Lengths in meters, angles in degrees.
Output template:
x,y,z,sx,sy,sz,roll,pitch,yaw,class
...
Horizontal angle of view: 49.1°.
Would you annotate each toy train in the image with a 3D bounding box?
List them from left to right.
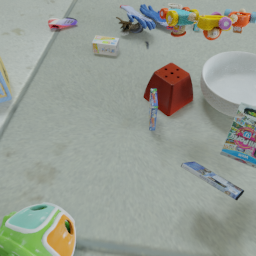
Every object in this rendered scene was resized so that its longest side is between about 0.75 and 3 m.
x,y,z,sx,sy,sz,roll,pitch,yaw,class
1.869,-2.513,6.710,2.197,0.611,1.650,15,34,19,toy train

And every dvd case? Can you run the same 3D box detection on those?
x,y,z,sx,sy,sz,roll,pitch,yaw,class
1.776,1.062,5.846,1.240,0.885,0.109,30,100,27,dvd case

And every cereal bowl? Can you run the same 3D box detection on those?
x,y,z,sx,sy,sz,roll,pitch,yaw,class
3.656,-1.283,9.164,2.703,1.126,2.703,0,50,-1,cereal bowl

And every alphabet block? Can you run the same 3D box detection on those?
x,y,z,sx,sy,sz,roll,pitch,yaw,class
-4.819,-1.710,9.353,1.394,1.402,1.427,-17,51,-16,alphabet block

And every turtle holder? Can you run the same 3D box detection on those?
x,y,z,sx,sy,sz,roll,pitch,yaw,class
-1.974,2.417,5.946,1.545,2.033,1.444,42,53,-12,turtle holder

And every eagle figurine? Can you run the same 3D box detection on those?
x,y,z,sx,sy,sz,roll,pitch,yaw,class
0.097,-4.491,12.250,0.851,1.128,0.856,-23,86,25,eagle figurine

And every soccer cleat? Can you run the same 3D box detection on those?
x,y,z,sx,sy,sz,roll,pitch,yaw,class
-2.912,-4.661,12.562,1.315,0.448,0.481,-5,79,-15,soccer cleat

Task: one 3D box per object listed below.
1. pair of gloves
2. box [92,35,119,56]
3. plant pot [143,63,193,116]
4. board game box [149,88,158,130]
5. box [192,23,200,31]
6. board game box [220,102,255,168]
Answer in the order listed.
x,y,z,sx,sy,sz,roll,pitch,yaw,class
0.862,-4.915,12.308,2.553,0.291,2.052,-16,53,-40,pair of gloves
-0.893,-3.322,11.300,0.999,0.506,0.562,9,50,8,box
1.382,-1.382,9.263,1.262,1.112,1.261,-33,57,-24,plant pot
0.764,-0.552,8.562,0.190,1.102,0.746,0,49,0,board game box
3.024,-4.875,12.662,0.265,0.444,1.079,-2,50,-2,box
2.552,0.162,5.841,0.860,0.375,1.166,22,81,17,board game box
